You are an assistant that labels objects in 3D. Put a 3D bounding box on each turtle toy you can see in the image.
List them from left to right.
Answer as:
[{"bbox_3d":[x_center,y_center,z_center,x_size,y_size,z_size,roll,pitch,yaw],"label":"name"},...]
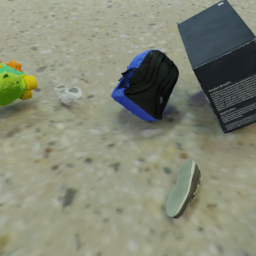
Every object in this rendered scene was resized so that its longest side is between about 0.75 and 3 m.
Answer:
[{"bbox_3d":[-3.456,-1.179,7.661,1.513,2.076,1.049,-21,89,-30],"label":"turtle toy"}]

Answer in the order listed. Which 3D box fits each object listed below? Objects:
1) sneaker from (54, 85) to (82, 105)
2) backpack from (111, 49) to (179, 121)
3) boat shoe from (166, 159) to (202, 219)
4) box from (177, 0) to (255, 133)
[{"bbox_3d":[-1.644,-0.895,7.990,1.074,0.534,0.419,20,40,41],"label":"sneaker"},{"bbox_3d":[0.420,-1.223,7.465,1.390,1.346,1.656,11,68,59],"label":"backpack"},{"bbox_3d":[1.210,1.291,5.775,0.430,0.509,1.428,46,48,-16],"label":"boat shoe"},{"bbox_3d":[2.501,-1.576,7.189,1.458,2.312,2.352,-23,39,19],"label":"box"}]
